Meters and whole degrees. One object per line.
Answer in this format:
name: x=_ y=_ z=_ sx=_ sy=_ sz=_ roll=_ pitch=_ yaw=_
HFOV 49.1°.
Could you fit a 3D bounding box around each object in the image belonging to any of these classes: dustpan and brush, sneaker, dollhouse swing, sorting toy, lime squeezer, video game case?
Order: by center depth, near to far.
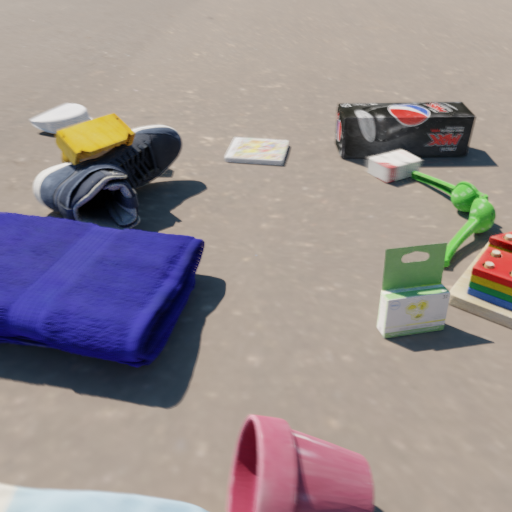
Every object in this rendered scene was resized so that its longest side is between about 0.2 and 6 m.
sorting toy: x=4.276 y=0.313 z=8.344 sx=2.073 sy=0.721 sz=2.060 roll=23 pitch=39 yaw=31
sneaker: x=-2.292 y=-1.452 z=10.406 sx=3.102 sy=1.180 sz=2.242 roll=-32 pitch=34 yaw=-26
lime squeezer: x=3.718 y=-0.837 z=10.409 sx=1.200 sy=0.641 sz=3.399 roll=-24 pitch=29 yaw=21
dollhouse swing: x=-3.006 y=-1.951 z=10.505 sx=1.172 sy=1.030 sz=1.065 roll=-28 pitch=59 yaw=-30
video game case: x=0.033 y=-2.442 z=13.029 sx=1.323 sy=0.151 sz=1.204 roll=5 pitch=34 yaw=8
dustpan and brush: x=-4.503 y=-3.333 z=14.150 sx=1.989 sy=0.569 sz=1.388 roll=13 pitch=39 yaw=30

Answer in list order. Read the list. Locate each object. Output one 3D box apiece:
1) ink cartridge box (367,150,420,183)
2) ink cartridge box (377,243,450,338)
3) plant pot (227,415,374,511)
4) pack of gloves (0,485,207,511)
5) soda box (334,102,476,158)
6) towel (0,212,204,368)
ink cartridge box: x=2.958 y=-1.925 z=12.038 sx=0.899 sy=0.373 sz=0.660 roll=-17 pitch=36 yaw=-23
ink cartridge box: x=2.160 y=0.481 z=7.604 sx=0.921 sy=1.266 sz=0.304 roll=-6 pitch=31 yaw=-10
plant pot: x=0.407 y=2.192 z=5.202 sx=1.135 sy=1.268 sz=1.268 roll=11 pitch=32 yaw=-11
pack of gloves: x=-1.953 y=3.392 z=4.031 sx=3.902 sy=0.770 sz=3.278 roll=2 pitch=44 yaw=10
soda box: x=3.363 y=-2.910 z=12.898 sx=2.976 sy=1.053 sz=0.942 roll=-2 pitch=36 yaw=-2
towel: x=-2.831 y=0.417 z=8.133 sx=3.697 sy=0.916 sz=2.730 roll=9 pitch=31 yaw=10
